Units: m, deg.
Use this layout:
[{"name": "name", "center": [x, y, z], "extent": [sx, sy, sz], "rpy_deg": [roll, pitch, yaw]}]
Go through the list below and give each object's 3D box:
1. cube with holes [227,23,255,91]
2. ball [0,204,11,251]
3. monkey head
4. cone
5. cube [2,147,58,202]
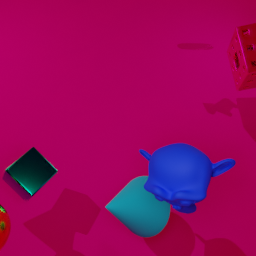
[{"name": "cube with holes", "center": [3.396, -1.833, 7.163], "extent": [1.230, 1.230, 1.230], "rpy_deg": [-10, 76, 7]}, {"name": "ball", "center": [-2.639, 1.787, 4.908], "extent": [1.085, 1.085, 1.085], "rpy_deg": [0, 63, 0]}, {"name": "monkey head", "center": [0.831, 0.775, 4.333], "extent": [1.539, 1.107, 0.927], "rpy_deg": [4, 58, 30]}, {"name": "cone", "center": [-0.028, 1.589, 5.671], "extent": [1.305, 1.310, 1.305], "rpy_deg": [-10, 72, 35]}, {"name": "cube", "center": [-2.213, 1.054, 6.315], "extent": [0.792, 0.792, 0.792], "rpy_deg": [46, 54, -4]}]
